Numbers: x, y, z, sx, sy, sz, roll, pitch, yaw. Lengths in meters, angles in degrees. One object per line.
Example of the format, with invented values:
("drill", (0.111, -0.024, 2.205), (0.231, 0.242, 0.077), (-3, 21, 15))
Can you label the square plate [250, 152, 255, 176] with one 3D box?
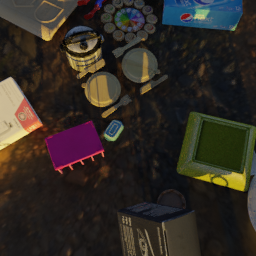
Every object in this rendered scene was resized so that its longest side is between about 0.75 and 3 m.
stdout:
("square plate", (3.664, 1.104, 8.853), (0.884, 0.126, 0.876), (-11, 70, -4))

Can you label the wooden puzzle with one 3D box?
("wooden puzzle", (-3.252, -4.934, 10.913), (2.659, 0.665, 2.871), (29, 76, 11))

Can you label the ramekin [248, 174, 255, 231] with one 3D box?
("ramekin", (4.235, 2.074, 7.538), (0.971, 2.085, 2.085), (8, 69, -9))

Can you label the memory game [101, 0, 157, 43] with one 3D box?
("memory game", (0.051, -4.192, 10.765), (2.206, 0.141, 2.206), (2, 70, -5))

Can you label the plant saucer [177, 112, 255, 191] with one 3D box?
("plant saucer", (2.857, 0.593, 8.765), (2.218, 0.532, 2.222), (14, 70, 9))

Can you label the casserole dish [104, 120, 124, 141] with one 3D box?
("casserole dish", (-0.476, 0.059, 9.241), (0.477, 0.153, 0.788), (30, 73, 11))

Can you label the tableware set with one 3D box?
("tableware set", (-0.234, -1.721, 9.730), (2.738, 0.549, 1.810), (-33, 84, -6))

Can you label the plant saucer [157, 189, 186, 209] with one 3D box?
("plant saucer", (1.292, 2.274, 8.385), (0.848, 0.146, 0.848), (0, 73, 0))

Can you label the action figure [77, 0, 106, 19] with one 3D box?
("action figure", (-1.049, -5.291, 10.861), (0.689, 0.872, 2.667), (4, 50, 38))

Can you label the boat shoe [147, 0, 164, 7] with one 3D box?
("boat shoe", (0.760, -5.655, 11.150), (2.051, 0.776, 0.758), (44, 70, 7))

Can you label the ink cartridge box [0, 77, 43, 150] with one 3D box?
("ink cartridge box", (-4.138, -0.245, 8.721), (2.297, 0.951, 1.683), (-33, 90, -12))

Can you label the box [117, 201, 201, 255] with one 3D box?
("box", (0.719, 2.747, 6.953), (1.031, 1.977, 1.463), (-6, 88, -34))

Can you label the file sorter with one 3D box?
("file sorter", (-1.579, 0.642, 8.600), (1.484, 0.931, 1.031), (-22, 70, -9))

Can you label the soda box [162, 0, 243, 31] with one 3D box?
("soda box", (2.738, -4.433, 10.514), (2.797, 0.949, 0.897), (6, 69, 3))

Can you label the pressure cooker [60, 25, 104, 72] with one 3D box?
("pressure cooker", (-1.523, -2.769, 9.622), (1.290, 1.444, 1.270), (27, 72, 11))
